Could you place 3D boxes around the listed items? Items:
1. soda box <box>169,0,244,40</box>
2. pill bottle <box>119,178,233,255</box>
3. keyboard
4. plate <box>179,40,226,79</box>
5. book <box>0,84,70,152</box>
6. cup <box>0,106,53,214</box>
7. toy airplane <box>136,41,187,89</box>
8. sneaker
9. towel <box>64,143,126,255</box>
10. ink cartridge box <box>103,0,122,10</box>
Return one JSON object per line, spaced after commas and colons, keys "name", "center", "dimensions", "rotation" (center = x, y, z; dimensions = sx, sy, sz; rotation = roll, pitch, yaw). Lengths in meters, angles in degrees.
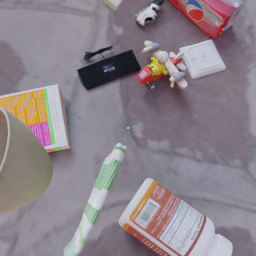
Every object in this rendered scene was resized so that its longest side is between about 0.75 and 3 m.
{"name": "soda box", "center": [1.991, -4.099, 8.479], "dimensions": [0.910, 1.005, 2.870], "rotation": [-40, 76, -12]}
{"name": "pill bottle", "center": [1.044, 2.261, 6.236], "dimensions": [2.295, 1.287, 1.287], "rotation": [34, 75, 10]}
{"name": "keyboard", "center": [-0.628, -1.875, 8.184], "dimensions": [1.780, 0.183, 1.131], "rotation": [-22, 79, -8]}
{"name": "plate", "center": [2.205, -2.076, 8.249], "dimensions": [1.092, 0.176, 1.089], "rotation": [-18, 73, -6]}
{"name": "book", "center": [-2.925, -0.046, 7.383], "dimensions": [2.551, 0.613, 1.704], "rotation": [-11, 74, -3]}
{"name": "cup", "center": [-1.565, 0.512, 3.594], "dimensions": [1.360, 0.973, 1.360], "rotation": [-14, 62, 29]}
{"name": "toy airplane", "center": [1.011, -1.775, 7.716], "dimensions": [1.397, 0.986, 1.391], "rotation": [10, 69, 6]}
{"name": "sneaker", "center": [0.756, -3.541, 8.635], "dimensions": [1.088, 0.403, 0.482], "rotation": [-39, 76, -2]}
{"name": "towel", "center": [-0.406, 0.880, 3.286], "dimensions": [0.162, 1.059, 1.388], "rotation": [26, 73, -4]}
{"name": "ink cartridge box", "center": [-0.224, -3.505, 5.214], "dimensions": [1.443, 0.475, 1.983], "rotation": [34, 116, -17]}
